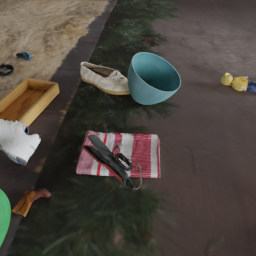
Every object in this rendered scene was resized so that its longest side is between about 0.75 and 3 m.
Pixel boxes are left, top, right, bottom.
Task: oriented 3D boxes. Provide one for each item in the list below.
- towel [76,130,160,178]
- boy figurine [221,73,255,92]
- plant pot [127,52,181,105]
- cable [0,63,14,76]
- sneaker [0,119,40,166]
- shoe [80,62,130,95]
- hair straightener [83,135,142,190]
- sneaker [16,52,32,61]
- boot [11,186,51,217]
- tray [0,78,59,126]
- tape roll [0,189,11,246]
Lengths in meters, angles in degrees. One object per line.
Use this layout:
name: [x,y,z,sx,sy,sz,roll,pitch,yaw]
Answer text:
towel: [-0.246,0.790,8.840,2.495,0.284,1.797,3,41,2]
boy figurine: [4.849,-1.940,11.919,1.675,0.540,1.041,21,47,20]
plant pot: [0.796,-1.681,10.713,2.028,1.366,2.028,15,48,-18]
cable: [-5.772,-2.706,13.033,0.840,0.261,1.029,-31,49,-31]
sneaker: [-3.801,0.208,8.913,2.513,0.936,1.094,30,66,20]
shoe: [-0.954,-2.138,11.965,2.803,0.748,0.980,23,45,25]
hair straightener: [-0.399,0.846,7.776,0.464,0.873,2.268,0,33,-48]
sneaker: [-5.237,-3.692,14.108,0.950,0.389,0.348,15,43,18]
boot: [-2.560,1.967,7.438,0.785,0.286,0.834,11,42,12]
tray: [-3.994,-0.880,10.648,1.460,0.548,2.960,11,40,14]
tape roll: [-3.571,2.157,5.301,0.651,2.710,2.710,23,45,25]
